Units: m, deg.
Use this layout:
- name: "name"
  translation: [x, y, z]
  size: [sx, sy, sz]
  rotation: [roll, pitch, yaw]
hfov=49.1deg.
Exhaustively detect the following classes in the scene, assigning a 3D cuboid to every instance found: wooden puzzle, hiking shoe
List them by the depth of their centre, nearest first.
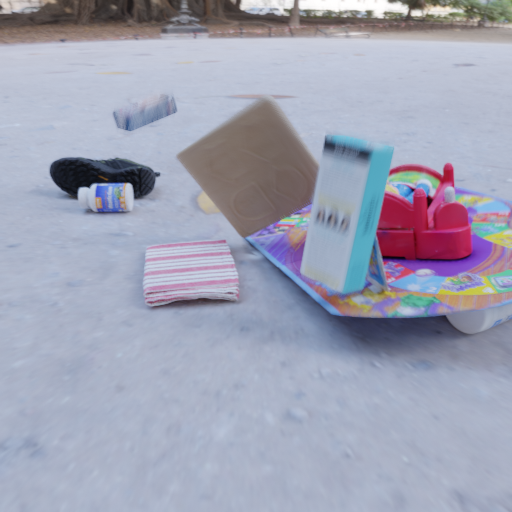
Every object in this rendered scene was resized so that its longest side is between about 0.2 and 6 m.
- name: "wooden puzzle"
  translation: [0.000, -1.421, 9.180]
  size: [2.049, 1.898, 0.474]
  rotation: [-25, 26, 31]
- name: "hiking shoe"
  translation: [-3.336, -1.746, 12.441]
  size: [2.331, 0.883, 1.173]
  rotation: [8, 15, -1]

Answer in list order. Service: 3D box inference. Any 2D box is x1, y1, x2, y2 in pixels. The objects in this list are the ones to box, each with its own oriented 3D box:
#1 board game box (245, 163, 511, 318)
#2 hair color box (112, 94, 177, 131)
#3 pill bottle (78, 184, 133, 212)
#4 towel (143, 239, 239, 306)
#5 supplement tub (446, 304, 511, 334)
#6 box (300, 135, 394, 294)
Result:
- name: "board game box"
  translation: [2.355, -0.841, 9.016]
  size: [4.481, 1.104, 5.671]
  rotation: [-15, 22, -14]
- name: "hair color box"
  translation: [-2.136, -2.770, 10.778]
  size: [1.091, 0.330, 0.546]
  rotation: [-31, 36, -29]
- name: "pill bottle"
  translation: [-3.052, -1.179, 11.390]
  size: [1.016, 0.569, 0.569]
  rotation: [-2, 26, -2]
- name: "towel"
  translation: [-1.061, 0.227, 8.927]
  size: [1.423, 0.291, 1.945]
  rotation: [-4, 24, -8]
- name: "supplement tub"
  translation: [3.206, 0.570, 7.657]
  size: [1.122, 0.741, 0.741]
  rotation: [-16, 30, -28]
- name: "box"
  translation: [1.076, -0.511, 6.805]
  size: [0.438, 1.782, 0.733]
  rotation: [-8, 25, -43]
